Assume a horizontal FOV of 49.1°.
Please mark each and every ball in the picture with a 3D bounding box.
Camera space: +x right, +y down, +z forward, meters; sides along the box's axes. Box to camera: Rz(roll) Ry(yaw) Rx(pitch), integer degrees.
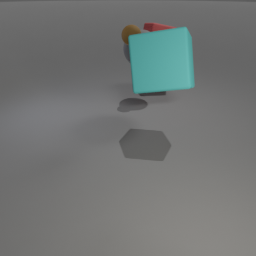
[{"bbox_3d":[0.516,-3.094,10.914,1.400,1.400,1.400,0,28,0],"label":"ball"},{"bbox_3d":[0.121,-3.244,9.794,0.700,0.700,0.700,0,28,0],"label":"ball"}]

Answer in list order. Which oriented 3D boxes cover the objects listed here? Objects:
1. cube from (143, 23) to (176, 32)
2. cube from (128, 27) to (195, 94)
[{"bbox_3d":[1.466,-3.995,12.928,1.400,1.400,1.400,6,18,-16],"label":"cube"},{"bbox_3d":[0.916,-1.665,7.206,1.400,1.400,1.400,-3,8,18],"label":"cube"}]
